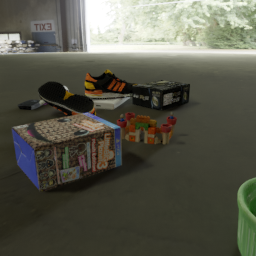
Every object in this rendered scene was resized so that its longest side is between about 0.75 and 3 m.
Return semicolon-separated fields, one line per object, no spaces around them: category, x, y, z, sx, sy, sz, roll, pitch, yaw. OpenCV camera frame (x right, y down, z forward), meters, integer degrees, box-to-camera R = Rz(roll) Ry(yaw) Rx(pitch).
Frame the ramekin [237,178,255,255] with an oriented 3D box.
ramekin;2.149;1.301;3.447;1.600;0.782;1.600;0;19;0

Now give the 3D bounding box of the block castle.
block castle;0.518;-0.091;7.731;1.510;0.708;1.009;7;20;19

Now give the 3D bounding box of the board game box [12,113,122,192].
board game box;-1.286;0.394;5.970;1.842;0.892;1.468;-14;23;-34

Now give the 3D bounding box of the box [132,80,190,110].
box;1.354;-1.375;11.385;1.539;0.809;1.879;17;25;41

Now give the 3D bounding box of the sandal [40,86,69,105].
sandal;-2.597;-1.153;10.603;0.955;0.577;2.347;-34;11;11

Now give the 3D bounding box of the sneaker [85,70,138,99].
sneaker;-0.562;-1.835;11.444;2.470;1.111;0.864;-8;20;-22

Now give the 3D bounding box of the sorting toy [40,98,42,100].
sorting toy;-3.046;-1.198;11.885;1.219;0.219;1.636;9;21;15

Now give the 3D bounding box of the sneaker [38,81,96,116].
sneaker;-1.902;-0.660;8.652;2.181;0.981;0.763;25;55;26

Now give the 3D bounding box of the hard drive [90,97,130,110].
hard drive;-0.840;-1.170;11.639;1.324;0.264;2.008;6;19;17

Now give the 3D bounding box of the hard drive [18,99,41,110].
hard drive;-3.799;-0.925;11.004;0.665;0.209;0.986;3;19;10
